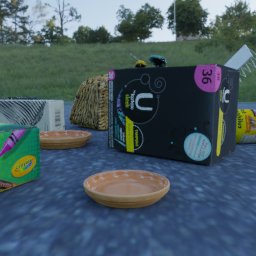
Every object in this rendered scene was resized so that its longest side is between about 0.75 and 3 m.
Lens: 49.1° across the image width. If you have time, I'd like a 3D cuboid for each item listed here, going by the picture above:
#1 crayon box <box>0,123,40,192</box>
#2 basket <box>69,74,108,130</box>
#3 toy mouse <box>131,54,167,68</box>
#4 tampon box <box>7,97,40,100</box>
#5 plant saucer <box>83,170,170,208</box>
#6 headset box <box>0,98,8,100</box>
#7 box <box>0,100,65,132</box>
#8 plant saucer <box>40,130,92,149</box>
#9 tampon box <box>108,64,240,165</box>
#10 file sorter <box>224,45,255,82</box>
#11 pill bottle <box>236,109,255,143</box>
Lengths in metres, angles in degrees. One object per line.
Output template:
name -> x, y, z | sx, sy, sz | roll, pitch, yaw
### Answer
crayon box -> -2.862, 0.373, 3.969 | 2.769, 0.807, 1.645 | 3, 8, 25
basket -> -0.649, -1.090, 10.996 | 2.872, 2.050, 2.140 | -6, 10, -42
toy mouse -> 0.894, -1.845, 8.731 | 1.294, 1.456, 0.282 | -1, 48, 20
tampon box -> -3.996, -0.607, 10.717 | 0.970, 1.152, 1.537 | -4, 8, -30
plant saucer -> -0.018, 0.749, 3.493 | 1.064, 0.199, 1.064 | 0, 6, 0
headset box -> -6.602, -1.099, 15.254 | 2.719, 1.050, 2.023 | -1, 7, -19
box -> -3.475, -0.368, 9.020 | 2.739, 1.125, 0.936 | 0, 7, 15
plant saucer -> -1.685, 0.283, 6.996 | 1.547, 0.290, 1.547 | 0, 6, 0
tampon box -> 0.934, -0.363, 5.985 | 2.374, 1.780, 1.499 | 5, 8, 36
file sorter -> 3.841, -2.131, 9.362 | 0.588, 0.945, 0.656 | 20, 43, -25
pill bottle -> 2.952, -0.054, 7.296 | 1.597, 0.872, 0.872 | 0, 7, 2
